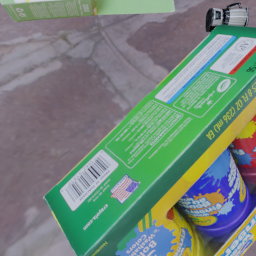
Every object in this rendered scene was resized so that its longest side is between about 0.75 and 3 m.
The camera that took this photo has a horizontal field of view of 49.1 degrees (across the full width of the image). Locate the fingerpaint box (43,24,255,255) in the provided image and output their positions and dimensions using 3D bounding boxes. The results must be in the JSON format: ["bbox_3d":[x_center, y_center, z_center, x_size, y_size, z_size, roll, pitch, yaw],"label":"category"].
[{"bbox_3d":[0.807,0.561,3.011,2.494,2.081,0.915,-44,38,-10],"label":"fingerpaint box"}]

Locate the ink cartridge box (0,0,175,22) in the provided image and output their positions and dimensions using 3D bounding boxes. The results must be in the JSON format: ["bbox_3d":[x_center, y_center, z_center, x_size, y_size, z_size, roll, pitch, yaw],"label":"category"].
[{"bbox_3d":[-0.684,-3.100,4.983,2.975,0.713,2.165,-5,82,-2],"label":"ink cartridge box"}]

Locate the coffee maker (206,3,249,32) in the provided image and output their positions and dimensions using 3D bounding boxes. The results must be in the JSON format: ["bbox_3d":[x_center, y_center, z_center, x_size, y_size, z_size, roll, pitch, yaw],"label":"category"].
[{"bbox_3d":[2.072,-2.259,5.996,0.776,0.746,0.523,2,69,2],"label":"coffee maker"}]
